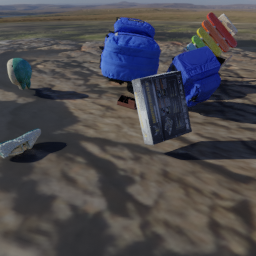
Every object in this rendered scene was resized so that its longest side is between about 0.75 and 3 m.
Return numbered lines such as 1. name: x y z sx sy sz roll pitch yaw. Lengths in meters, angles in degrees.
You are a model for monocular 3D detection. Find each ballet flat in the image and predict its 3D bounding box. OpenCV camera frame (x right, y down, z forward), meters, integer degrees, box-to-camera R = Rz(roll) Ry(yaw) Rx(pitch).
1. ballet flat: -2.488 0.387 6.553 0.419 0.419 1.169 18 31 34

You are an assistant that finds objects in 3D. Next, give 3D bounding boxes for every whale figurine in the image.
1. whale figurine: -3.879 -1.999 10.450 0.774 1.186 1.491 -13 -15 0

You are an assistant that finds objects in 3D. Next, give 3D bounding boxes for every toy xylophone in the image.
1. toy xylophone: 3.503 -3.359 11.682 2.813 2.059 0.707 -52 8 -17

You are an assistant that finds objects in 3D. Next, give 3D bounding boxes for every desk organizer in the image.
1. desk organizer: -0.003 -0.862 9.260 0.755 0.291 0.271 19 31 34

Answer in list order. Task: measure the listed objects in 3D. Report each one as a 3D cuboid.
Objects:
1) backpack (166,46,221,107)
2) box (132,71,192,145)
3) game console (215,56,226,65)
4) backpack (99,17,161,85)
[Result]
1. backpack: 1.881 -1.384 8.662 1.413 1.739 1.459 -16 71 -19
2. box: 0.813 -0.480 6.493 1.201 1.517 0.367 -17 9 -28
3. game console: 3.630 -3.106 12.977 1.397 0.813 1.229 21 22 -5
4. backpack: 0.024 -2.953 10.931 2.367 2.445 2.913 4 26 -2
